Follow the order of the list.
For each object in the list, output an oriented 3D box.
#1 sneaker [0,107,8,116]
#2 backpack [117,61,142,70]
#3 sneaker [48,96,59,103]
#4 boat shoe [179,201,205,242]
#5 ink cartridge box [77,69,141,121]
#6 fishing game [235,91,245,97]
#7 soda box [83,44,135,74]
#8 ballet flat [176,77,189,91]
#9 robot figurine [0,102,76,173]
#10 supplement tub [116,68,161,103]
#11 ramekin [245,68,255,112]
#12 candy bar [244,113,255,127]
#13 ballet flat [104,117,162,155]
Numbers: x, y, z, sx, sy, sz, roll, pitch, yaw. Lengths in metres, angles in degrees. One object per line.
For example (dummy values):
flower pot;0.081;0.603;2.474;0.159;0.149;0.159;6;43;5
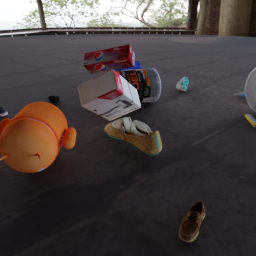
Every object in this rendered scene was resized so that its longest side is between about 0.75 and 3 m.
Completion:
sneaker;-6.036;-0.829;12.427;1.340;0.532;0.526;4;23;5
backpack;0.086;-3.369;17.021;1.457;1.505;1.793;-5;19;-25
sneaker;-3.779;-1.449;14.123;0.537;0.309;1.029;-2;19;-5
boat shoe;1.408;2.008;6.135;0.410;0.385;1.140;13;27;27
ink cartridge box;-0.602;-1.086;9.977;1.457;0.823;1.986;-22;-22;20
fishing game;6.592;-1.692;14.732;1.258;0.273;1.757;-22;24;-41
soda box;-0.879;-3.188;13.065;2.311;0.809;0.733;-6;66;19
ballet flat;3.131;-2.491;16.295;0.673;0.673;1.875;8;22;18
robot figurine;-2.858;0.242;8.594;2.099;1.701;2.918;39;18;-16
supplement tub;0.052;-1.973;13.555;2.762;1.692;1.692;-8;25;-16
ramekin;6.495;-1.712;12.344;1.135;2.328;2.328;-4;23;-28
candy bar;5.214;-0.310;11.696;0.357;0.159;1.433;2;25;4
ballet flat;0.139;0.053;9.878;0.967;0.888;2.818;-25;32;-35
